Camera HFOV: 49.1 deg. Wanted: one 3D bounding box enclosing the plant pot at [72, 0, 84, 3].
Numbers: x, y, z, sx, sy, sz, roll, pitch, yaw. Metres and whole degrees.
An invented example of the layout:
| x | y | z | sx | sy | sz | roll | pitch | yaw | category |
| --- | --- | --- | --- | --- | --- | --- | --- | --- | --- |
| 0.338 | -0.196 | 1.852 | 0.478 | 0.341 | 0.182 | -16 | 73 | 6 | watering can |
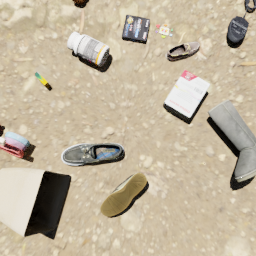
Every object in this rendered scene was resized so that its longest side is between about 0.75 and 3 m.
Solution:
| x | y | z | sx | sy | sz | roll | pitch | yaw | category |
| --- | --- | --- | --- | --- | --- | --- | --- | --- | --- |
| -2.249 | -6.013 | 12.702 | 0.753 | 0.753 | 0.527 | 9 | 96 | 2 | plant pot |

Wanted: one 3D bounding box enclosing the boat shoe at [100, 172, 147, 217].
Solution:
| x | y | z | sx | sy | sz | roll | pitch | yaw | category |
| --- | --- | --- | --- | --- | --- | --- | --- | --- | --- |
| -0.137 | 2.604 | 11.043 | 2.237 | 0.725 | 0.819 | -40 | 88 | 4 | boat shoe |

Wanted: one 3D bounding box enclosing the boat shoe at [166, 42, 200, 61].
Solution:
| x | y | z | sx | sy | sz | roll | pitch | yaw | category |
| --- | --- | --- | --- | --- | --- | --- | --- | --- | --- |
| 2.450 | -3.443 | 12.296 | 1.614 | 0.480 | 0.580 | -19 | 80 | -3 | boat shoe |

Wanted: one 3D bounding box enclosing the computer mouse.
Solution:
| x | y | z | sx | sy | sz | roll | pitch | yaw | category |
| --- | --- | --- | --- | --- | --- | --- | --- | --- | --- |
| 5.149 | -5.019 | 12.667 | 0.863 | 0.501 | 2.946 | 29 | 74 | -5 | computer mouse |

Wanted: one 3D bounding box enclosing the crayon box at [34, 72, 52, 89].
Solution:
| x | y | z | sx | sy | sz | roll | pitch | yaw | category |
| --- | --- | --- | --- | --- | --- | --- | --- | --- | --- |
| -3.622 | -2.005 | 12.011 | 0.811 | 0.515 | 0.206 | 44 | 83 | 8 | crayon box |

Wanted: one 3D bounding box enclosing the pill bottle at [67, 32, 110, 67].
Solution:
| x | y | z | sx | sy | sz | roll | pitch | yaw | category |
| --- | --- | --- | --- | --- | --- | --- | --- | --- | --- |
| -1.695 | -3.406 | 12.046 | 1.660 | 0.966 | 0.966 | 28 | 81 | 5 | pill bottle |

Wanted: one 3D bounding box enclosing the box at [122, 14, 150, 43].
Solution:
| x | y | z | sx | sy | sz | roll | pitch | yaw | category |
| --- | --- | --- | --- | --- | --- | --- | --- | --- | --- |
| 0.357 | -4.465 | 12.603 | 1.110 | 0.278 | 1.119 | 12 | 80 | 3 | box |

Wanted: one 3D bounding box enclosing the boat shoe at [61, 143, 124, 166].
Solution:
| x | y | z | sx | sy | sz | roll | pitch | yaw | category |
| --- | --- | --- | --- | --- | --- | --- | --- | --- | --- |
| -1.452 | 0.981 | 11.336 | 2.583 | 0.731 | 0.886 | -8 | 79 | -1 | boat shoe |

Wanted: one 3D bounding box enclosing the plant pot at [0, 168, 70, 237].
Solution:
| x | y | z | sx | sy | sz | roll | pitch | yaw | category |
| --- | --- | --- | --- | --- | --- | --- | --- | --- | --- |
| -3.749 | 2.517 | 10.430 | 1.961 | 2.215 | 2.213 | 12 | 79 | 15 | plant pot |

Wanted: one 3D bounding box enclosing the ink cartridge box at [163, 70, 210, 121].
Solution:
| x | y | z | sx | sy | sz | roll | pitch | yaw | category |
| --- | --- | --- | --- | --- | --- | --- | --- | --- | --- |
| 2.428 | -1.363 | 11.787 | 1.246 | 0.708 | 1.710 | 32 | 81 | 6 | ink cartridge box |

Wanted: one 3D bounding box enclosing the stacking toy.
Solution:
| x | y | z | sx | sy | sz | roll | pitch | yaw | category |
| --- | --- | --- | --- | --- | --- | --- | --- | --- | --- |
| -5.046 | 0.150 | 10.872 | 2.352 | 2.129 | 0.993 | 20 | 68 | 5 | stacking toy |

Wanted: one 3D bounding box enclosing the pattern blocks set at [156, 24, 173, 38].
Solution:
| x | y | z | sx | sy | sz | roll | pitch | yaw | category |
| --- | --- | --- | --- | --- | --- | --- | --- | --- | --- |
| 1.641 | -4.400 | 12.692 | 0.778 | 0.063 | 0.684 | 2 | 80 | 0 | pattern blocks set |

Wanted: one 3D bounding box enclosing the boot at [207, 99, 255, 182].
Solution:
| x | y | z | sx | sy | sz | roll | pitch | yaw | category |
| --- | --- | --- | --- | --- | --- | --- | --- | --- | --- |
| 4.146 | 0.387 | 10.931 | 2.608 | 1.041 | 2.868 | -29 | 85 | -46 | boot |
